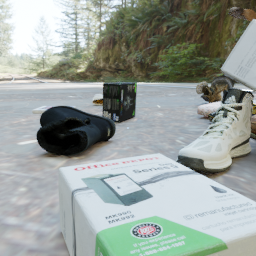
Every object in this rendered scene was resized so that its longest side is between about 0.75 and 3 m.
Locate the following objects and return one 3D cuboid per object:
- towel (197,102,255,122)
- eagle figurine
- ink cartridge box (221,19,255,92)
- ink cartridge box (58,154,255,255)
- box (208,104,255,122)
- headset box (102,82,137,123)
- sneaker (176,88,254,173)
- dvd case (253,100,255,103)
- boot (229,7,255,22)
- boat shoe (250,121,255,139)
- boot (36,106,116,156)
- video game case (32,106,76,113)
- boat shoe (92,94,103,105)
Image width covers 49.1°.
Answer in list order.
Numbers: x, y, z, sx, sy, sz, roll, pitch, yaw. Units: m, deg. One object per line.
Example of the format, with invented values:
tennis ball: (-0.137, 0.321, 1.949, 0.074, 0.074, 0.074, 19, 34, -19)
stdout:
towel: (4.427, -0.611, 10.306, 2.890, 0.466, 2.760, 8, 13, 36)
eagle figurine: (4.459, -1.774, 14.175, 1.607, 1.599, 2.119, -6, 18, 29)
ink cartridge box: (3.406, -0.661, 4.889, 2.100, 1.222, 2.883, 17, 20, -31)
ink cartridge box: (0.167, 0.813, 2.352, 1.237, 0.712, 1.695, -5, 12, -24)
box: (3.261, -0.443, 8.722, 1.222, 0.302, 0.976, -22, 17, -1)
headset box: (-0.254, -0.938, 9.774, 0.686, 1.287, 1.478, 8, 13, 22)
sneaker: (1.634, -0.056, 5.142, 0.880, 1.342, 2.333, 9, 15, 40)
dvd case: (6.467, -0.962, 12.429, 2.590, 0.320, 1.946, 6, 13, 28)
boot: (3.500, -3.441, 8.539, 0.839, 0.295, 0.613, 27, 9, -10)
boat shoe: (3.485, 0.002, 6.509, 0.743, 0.702, 2.065, -1, 11, -5)
boot: (-1.491, -0.006, 6.243, 2.104, 0.804, 1.768, 10, 10, 18)
video game case: (-3.112, -0.799, 11.981, 1.495, 0.172, 1.362, 1, 11, 2)
boat shoe: (-0.990, -1.347, 14.035, 1.721, 0.610, 0.601, 6, 39, 12)
